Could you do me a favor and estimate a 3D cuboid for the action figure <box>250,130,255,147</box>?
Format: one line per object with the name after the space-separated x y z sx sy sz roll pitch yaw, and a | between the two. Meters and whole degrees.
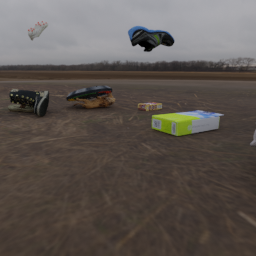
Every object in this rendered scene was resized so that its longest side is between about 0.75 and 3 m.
3.715 0.301 5.461 2.602 1.407 2.690 10 14 5 | action figure

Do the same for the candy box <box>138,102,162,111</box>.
1.126 -1.099 14.266 1.098 0.310 0.641 -12 18 -37 | candy box

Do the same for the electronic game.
-2.039 -1.775 14.854 2.473 0.515 2.473 -11 1 0 | electronic game

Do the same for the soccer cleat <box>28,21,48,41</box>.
-3.689 -4.011 11.502 0.396 0.443 1.142 21 49 16 | soccer cleat

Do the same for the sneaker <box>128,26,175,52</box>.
0.965 -3.568 11.558 2.248 0.932 0.797 -5 -1 -35 | sneaker

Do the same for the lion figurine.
-1.749 -1.337 14.801 2.060 0.747 1.262 -24 31 -31 | lion figurine

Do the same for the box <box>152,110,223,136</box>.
2.067 -0.217 9.670 2.188 0.521 1.334 -8 14 -31 | box

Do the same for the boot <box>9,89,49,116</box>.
-4.519 -1.171 12.657 1.676 0.801 2.219 4 25 -9 | boot

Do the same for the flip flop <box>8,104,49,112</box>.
-4.900 -1.119 13.683 2.034 0.586 0.825 3 13 13 | flip flop
